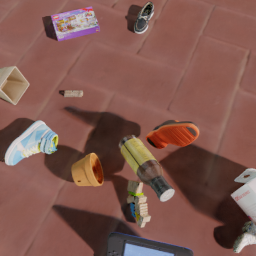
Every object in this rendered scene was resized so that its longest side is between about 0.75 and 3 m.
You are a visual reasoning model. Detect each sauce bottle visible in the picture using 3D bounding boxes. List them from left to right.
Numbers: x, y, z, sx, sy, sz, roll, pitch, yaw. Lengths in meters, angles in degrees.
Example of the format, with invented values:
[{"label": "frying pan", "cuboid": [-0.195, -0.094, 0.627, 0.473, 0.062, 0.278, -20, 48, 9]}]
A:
[{"label": "sauce bottle", "cuboid": [0.607, 1.356, 9.749, 0.894, 0.894, 2.762, -25, 46, -12]}]

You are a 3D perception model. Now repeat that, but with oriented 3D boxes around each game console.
[{"label": "game console", "cuboid": [0.474, 4.603, 8.411, 2.615, 2.232, 1.547, 10, 37, 5]}]

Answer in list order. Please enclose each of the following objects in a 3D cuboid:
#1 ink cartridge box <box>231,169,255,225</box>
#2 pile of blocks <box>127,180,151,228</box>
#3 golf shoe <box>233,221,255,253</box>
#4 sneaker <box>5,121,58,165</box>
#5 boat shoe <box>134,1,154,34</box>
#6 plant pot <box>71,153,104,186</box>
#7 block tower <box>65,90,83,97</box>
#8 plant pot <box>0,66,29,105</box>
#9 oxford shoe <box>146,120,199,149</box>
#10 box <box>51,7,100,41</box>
[{"label": "ink cartridge box", "cuboid": [4.904, 2.410, 9.359, 1.611, 1.653, 2.572, -31, 68, -15]}, {"label": "pile of blocks", "cuboid": [0.398, 2.658, 9.975, 0.514, 0.680, 1.655, 9, 65, -44]}, {"label": "golf shoe", "cuboid": [4.016, 3.756, 9.389, 0.589, 0.474, 1.211, 39, 71, 11]}, {"label": "sneaker", "cuboid": [-3.543, 0.786, 10.648, 1.368, 0.833, 2.095, 31, 68, 16]}, {"label": "boat shoe", "cuboid": [0.787, -5.515, 13.922, 0.709, 0.565, 1.875, 15, 65, 8]}, {"label": "plant pot", "cuboid": [-1.490, 1.583, 10.137, 0.839, 1.199, 1.199, -17, 64, 10]}, {"label": "block tower", "cuboid": [-2.358, -1.481, 12.112, 0.785, 0.227, 0.212, -1, 63, 1]}, {"label": "plant pot", "cuboid": [-5.160, -1.866, 11.841, 1.049, 1.185, 1.184, 15, 64, 21]}, {"label": "oxford shoe", "cuboid": [1.561, 0.029, 9.589, 0.952, 2.675, 0.970, 46, 66, -14]}, {"label": "box", "cuboid": [-2.589, -5.155, 13.828, 2.098, 0.410, 1.436, -16, 65, -8]}]
